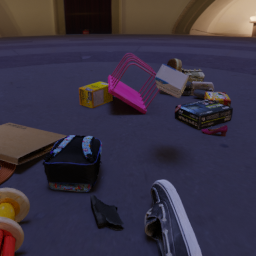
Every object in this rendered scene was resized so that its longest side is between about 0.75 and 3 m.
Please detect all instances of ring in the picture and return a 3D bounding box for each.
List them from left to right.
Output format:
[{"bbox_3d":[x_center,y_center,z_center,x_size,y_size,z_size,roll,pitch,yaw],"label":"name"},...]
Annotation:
[{"bbox_3d":[-4.560,1.222,8.139,2.447,0.235,2.447,1,23,0],"label":"ring"}]

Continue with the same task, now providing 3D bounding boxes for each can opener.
[{"bbox_3d":[3.127,-2.104,15.036,2.979,0.784,0.990,7,25,16],"label":"can opener"}]

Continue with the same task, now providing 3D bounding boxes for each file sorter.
[{"bbox_3d":[0.326,-2.283,13.336,1.932,1.744,2.781,30,18,-16],"label":"file sorter"}]

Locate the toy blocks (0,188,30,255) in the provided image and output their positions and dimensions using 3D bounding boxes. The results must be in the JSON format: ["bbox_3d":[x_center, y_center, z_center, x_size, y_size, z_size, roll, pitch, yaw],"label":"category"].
[{"bbox_3d":[-3.030,2.264,4.850,2.243,0.977,2.691,-4,24,-10],"label":"toy blocks"}]

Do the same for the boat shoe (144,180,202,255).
[{"bbox_3d":[0.721,1.958,5.828,0.813,0.860,2.398,-3,31,-9],"label":"boat shoe"}]

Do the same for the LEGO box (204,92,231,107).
[{"bbox_3d":[4.311,-1.317,13.567,1.007,0.522,1.353,3,24,6],"label":"LEGO box"}]

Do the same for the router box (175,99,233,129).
[{"bbox_3d":[3.196,-0.631,11.895,1.967,0.611,1.474,-14,27,-29],"label":"router box"}]

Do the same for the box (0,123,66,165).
[{"bbox_3d":[-3.914,0.443,9.534,2.877,0.306,2.352,11,19,23],"label":"box"}]

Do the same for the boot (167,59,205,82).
[{"bbox_3d":[3.234,-3.032,15.715,2.211,1.031,2.860,1,-13,-4],"label":"boot"}]

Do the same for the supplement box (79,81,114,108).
[{"bbox_3d":[-1.558,-1.686,13.959,0.889,0.883,1.623,17,29,33],"label":"supplement box"}]

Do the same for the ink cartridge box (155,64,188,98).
[{"bbox_3d":[1.278,-1.352,8.244,0.818,0.476,1.131,29,-2,10],"label":"ink cartridge box"}]

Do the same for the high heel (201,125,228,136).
[{"bbox_3d":[3.271,0.028,10.600,0.932,0.448,0.314,7,25,16],"label":"high heel"}]

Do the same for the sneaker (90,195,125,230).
[{"bbox_3d":[-0.503,1.925,6.471,0.569,0.328,1.091,-8,30,-17],"label":"sneaker"}]

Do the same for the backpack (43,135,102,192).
[{"bbox_3d":[-1.445,0.878,7.856,1.477,1.089,1.618,1,25,3],"label":"backpack"}]
